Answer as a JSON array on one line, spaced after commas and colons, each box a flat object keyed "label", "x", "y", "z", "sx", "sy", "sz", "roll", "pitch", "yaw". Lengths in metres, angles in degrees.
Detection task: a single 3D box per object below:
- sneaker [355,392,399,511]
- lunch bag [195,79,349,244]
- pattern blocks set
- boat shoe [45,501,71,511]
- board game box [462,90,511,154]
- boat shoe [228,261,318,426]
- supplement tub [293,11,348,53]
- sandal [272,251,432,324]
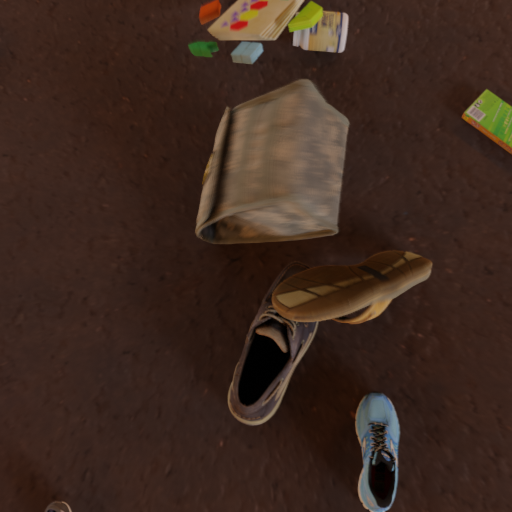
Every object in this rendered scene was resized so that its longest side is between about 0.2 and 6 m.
[{"label": "sneaker", "x": 2.249, "y": 3.453, "z": 9.930, "sx": 0.812, "sy": 0.931, "sz": 2.071, "roll": 0, "pitch": 70, "yaw": 0}, {"label": "lunch bag", "x": 0.043, "y": -1.639, "z": 10.959, "sx": 3.069, "sy": 1.805, "sz": 2.517, "roll": -8, "pitch": 64, "yaw": 40}, {"label": "pattern blocks set", "x": 0.057, "y": -5.462, "z": 12.675, "sx": 3.119, "sy": 0.288, "sz": 3.548, "roll": 27, "pitch": 62, "yaw": 35}, {"label": "boat shoe", "x": -3.203, "y": 5.066, "z": 9.590, "sx": 0.577, "sy": 0.492, "sz": 1.725, "roll": -29, "pitch": 73, "yaw": -10}, {"label": "board game box", "x": 5.628, "y": -2.887, "z": 12.555, "sx": 1.823, "sy": 0.273, "sz": 0.871, "roll": 41, "pitch": 76, "yaw": 16}, {"label": "boat shoe", "x": 0.442, "y": 1.551, "z": 10.463, "sx": 1.217, "sy": 1.197, "sz": 3.266, "roll": 18, "pitch": 71, "yaw": 6}, {"label": "supplement tub", "x": 1.486, "y": -5.241, "z": 13.067, "sx": 1.204, "sy": 0.869, "sz": 0.869, "roll": 5, "pitch": 70, "yaw": 2}, {"label": "sandal", "x": 1.934, "y": 0.726, "z": 10.659, "sx": 3.428, "sy": 0.926, "sz": 1.377, "roll": -15, "pitch": 30, "yaw": -27}]
